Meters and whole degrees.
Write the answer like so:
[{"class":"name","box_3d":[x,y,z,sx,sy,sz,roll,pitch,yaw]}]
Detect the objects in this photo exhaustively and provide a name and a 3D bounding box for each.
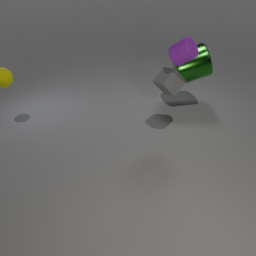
[{"class":"cube","box_3d":[1.443,-1.627,9.793,0.700,0.700,0.700,-53,34,-2]},{"class":"cylinder","box_3d":[1.770,-2.445,8.944,0.700,0.700,0.700,-21,14,42]},{"class":"ball","box_3d":[-4.536,-1.820,10.120,0.700,0.700,0.700,0,32,0]},{"class":"cylinder","box_3d":[2.721,-2.742,12.013,1.400,1.400,1.400,-18,31,8]}]
